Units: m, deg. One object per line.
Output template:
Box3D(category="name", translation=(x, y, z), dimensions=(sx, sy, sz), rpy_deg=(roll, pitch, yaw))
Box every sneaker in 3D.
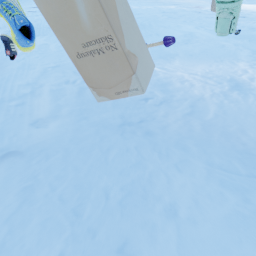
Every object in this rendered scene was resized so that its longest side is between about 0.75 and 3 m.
Box3D(category="sneaker", translation=(2.449, -2.899, 6.792), dimensions=(0.748, 1.199, 2.034), rpy_deg=(11, 7, 24))
Box3D(category="sneaker", translation=(-2.555, -2.595, 6.476), dimensions=(0.612, 1.617, 0.849), rpy_deg=(-35, 20, -27))
Box3D(category="sneaker", translation=(-2.991, -1.999, 7.022), dimensions=(0.288, 0.769, 0.325), rpy_deg=(4, 64, 7))

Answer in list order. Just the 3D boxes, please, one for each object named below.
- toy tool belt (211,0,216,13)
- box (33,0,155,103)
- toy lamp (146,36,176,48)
Box3D(category="toy tool belt", translation=(3.553, -4.904, 10.181), dimensions=(0.840, 1.367, 0.854), rpy_deg=(-13, 39, -17))
Box3D(category="box", translation=(-0.346, -1.157, 3.348), dimensions=(0.783, 1.648, 0.641), rpy_deg=(-8, 41, 29))
Box3D(category="toy lamp", translation=(1.006, -2.823, 9.390), dimensions=(1.324, 0.385, 0.385), rpy_deg=(0, 23, 45))
